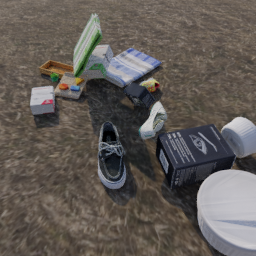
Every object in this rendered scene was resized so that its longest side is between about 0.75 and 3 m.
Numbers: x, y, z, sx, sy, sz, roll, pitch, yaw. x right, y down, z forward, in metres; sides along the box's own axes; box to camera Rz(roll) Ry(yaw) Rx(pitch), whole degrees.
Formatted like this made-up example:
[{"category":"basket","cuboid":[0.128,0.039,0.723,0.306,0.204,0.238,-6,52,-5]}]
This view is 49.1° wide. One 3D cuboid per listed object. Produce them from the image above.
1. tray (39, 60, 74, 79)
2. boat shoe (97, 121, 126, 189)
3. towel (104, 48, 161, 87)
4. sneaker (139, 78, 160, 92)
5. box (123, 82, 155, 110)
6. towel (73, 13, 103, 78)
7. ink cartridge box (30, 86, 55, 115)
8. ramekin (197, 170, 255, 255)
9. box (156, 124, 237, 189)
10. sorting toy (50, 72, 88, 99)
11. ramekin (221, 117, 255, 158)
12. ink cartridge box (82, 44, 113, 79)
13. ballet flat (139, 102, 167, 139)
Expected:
[{"category":"tray","cuboid":[-3.284,-2.757,13.389,1.695,0.314,0.836,17,46,19]},{"category":"boat shoe","cuboid":[-0.542,0.783,9.173,0.914,0.846,2.477,0,44,-3]},{"category":"towel","cuboid":[-0.045,-3.024,13.644,2.112,0.342,2.876,34,52,30]},{"category":"sneaker","cuboid":[0.913,-1.771,12.196,0.580,0.502,1.283,32,51,26]},{"category":"box","cuboid":[0.439,-1.280,11.130,0.897,0.882,0.556,24,73,42]},{"category":"towel","cuboid":[-1.694,-3.485,11.765,0.432,2.101,2.816,21,30,-25]},{"category":"ink cartridge box","cuboid":[-3.489,-1.153,11.515,0.878,0.504,1.209,-7,43,-7]},{"category":"ramekin","cuboid":[2.897,2.319,7.383,2.296,1.069,2.296,0,42,0]},{"category":"box","cuboid":[2.085,0.866,8.934,2.038,1.063,1.508,-9,44,-10]},{"category":"sorting toy","cuboid":[-2.756,-1.959,12.318,1.736,0.255,1.283,11,60,12]},{"category":"ramekin","cuboid":[3.727,0.356,9.366,0.639,1.311,1.311,-25,48,-14]},{"category":"ink cartridge box","cuboid":[-1.435,-3.043,12.887,1.116,0.643,1.530,3,58,24]},{"category":"ballet flat","cuboid":[0.983,-0.253,9.421,0.638,0.638,1.839,17,44,18]}]
